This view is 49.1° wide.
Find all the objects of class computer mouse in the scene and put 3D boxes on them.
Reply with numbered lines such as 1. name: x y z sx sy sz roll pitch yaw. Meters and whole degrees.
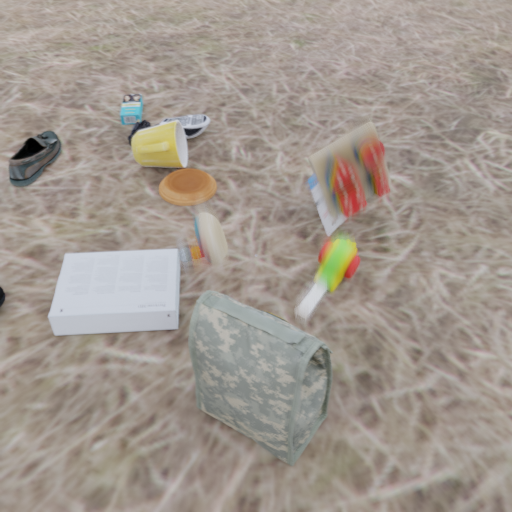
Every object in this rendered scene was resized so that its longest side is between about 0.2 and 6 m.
1. computer mouse: -2.218 -3.250 14.557 2.097 0.460 1.150 -4 36 4

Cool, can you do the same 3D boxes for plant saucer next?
1. plant saucer: -1.570 -1.625 12.832 1.328 0.248 1.328 0 41 0

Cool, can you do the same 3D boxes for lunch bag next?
1. lunch bag: 0.077 1.522 7.786 1.789 2.182 1.283 24 47 26

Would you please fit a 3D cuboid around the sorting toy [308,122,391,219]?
1. sorting toy: 1.851 -1.522 10.393 1.385 1.377 0.482 -31 34 -7

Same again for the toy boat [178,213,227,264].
1. toy boat: -0.889 -0.216 9.263 0.500 0.905 1.076 -11 20 21

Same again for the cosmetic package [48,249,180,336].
1. cosmetic package: -2.455 0.617 10.047 2.128 0.550 1.604 -2 40 -3

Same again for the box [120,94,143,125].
1. box: -3.459 -4.079 15.569 0.518 0.310 1.259 -4 42 -5

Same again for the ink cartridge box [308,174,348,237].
1. ink cartridge box: 1.644 -1.201 11.600 0.487 0.832 1.435 -2 63 -26

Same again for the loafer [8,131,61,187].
1. loafer: -5.322 -2.528 13.518 0.783 0.685 2.179 4 41 4

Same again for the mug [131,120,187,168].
1. mug: -2.350 -2.651 13.261 1.151 1.402 1.123 -5 72 7

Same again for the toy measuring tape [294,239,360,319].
1. toy measuring tape: 1.333 0.271 10.160 0.786 0.786 2.137 22 42 23

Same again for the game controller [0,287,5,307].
1. game controller: -5.556 1.158 9.460 1.299 0.524 2.491 26 47 26
